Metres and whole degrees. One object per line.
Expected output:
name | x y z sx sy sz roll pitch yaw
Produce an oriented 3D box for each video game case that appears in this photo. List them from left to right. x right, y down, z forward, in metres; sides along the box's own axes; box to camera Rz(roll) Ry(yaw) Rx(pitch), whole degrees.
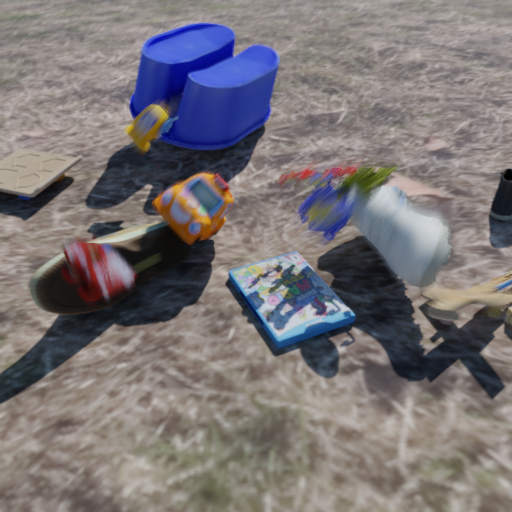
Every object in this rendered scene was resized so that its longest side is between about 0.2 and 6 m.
video game case | 0.578 0.707 10.042 1.489 0.185 2.081 -15 39 -20

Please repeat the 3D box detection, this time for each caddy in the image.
caddy | -1.371 -4.474 15.305 3.186 2.365 4.507 31 43 15

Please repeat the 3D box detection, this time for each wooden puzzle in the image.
wooden puzzle | -5.485 -1.916 13.436 2.071 0.479 1.918 8 36 18

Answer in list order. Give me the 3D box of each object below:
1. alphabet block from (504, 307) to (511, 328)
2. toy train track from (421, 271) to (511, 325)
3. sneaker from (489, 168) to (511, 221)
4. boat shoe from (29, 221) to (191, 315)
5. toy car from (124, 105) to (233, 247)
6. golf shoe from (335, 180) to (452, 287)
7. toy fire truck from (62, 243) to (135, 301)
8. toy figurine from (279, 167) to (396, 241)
alphabet block | 4.447 1.053 9.480 0.302 0.300 0.307 -13 37 -14
toy train track | 4.074 0.716 9.730 2.925 0.476 1.678 -17 11 -33
sneaker | 5.856 -1.614 12.508 0.714 1.013 1.908 21 41 26
boat shoe | -2.701 0.138 10.106 1.256 1.182 3.299 12 22 36
toy car | -1.710 -1.903 11.156 3.827 1.273 1.877 54 17 20
golf shoe | 2.336 -0.527 10.373 1.577 1.270 3.243 19 19 -17
toy fire truck | -2.042 0.143 7.199 0.806 0.452 0.677 46 41 9
toy figurine | 1.513 -0.923 10.402 2.146 1.286 1.132 6 22 37
